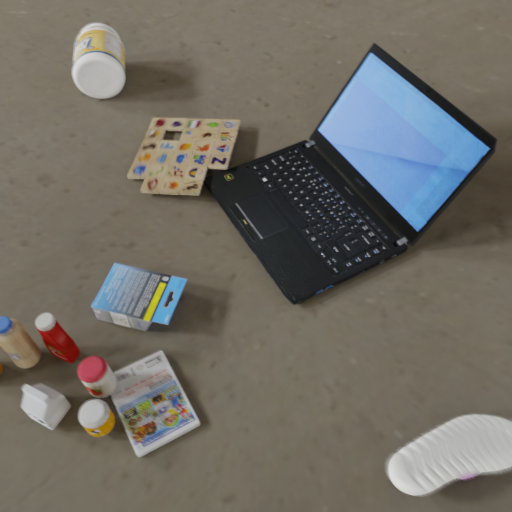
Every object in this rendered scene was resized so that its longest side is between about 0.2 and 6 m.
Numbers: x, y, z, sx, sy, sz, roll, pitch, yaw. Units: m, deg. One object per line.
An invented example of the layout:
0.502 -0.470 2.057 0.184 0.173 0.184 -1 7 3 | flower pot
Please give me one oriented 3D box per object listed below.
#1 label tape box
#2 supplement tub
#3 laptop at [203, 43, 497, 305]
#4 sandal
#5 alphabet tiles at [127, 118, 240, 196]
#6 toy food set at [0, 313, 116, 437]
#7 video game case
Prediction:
-1.886 0.716 9.238 1.322 0.418 0.953 12 53 10 | label tape box
-3.623 -4.526 12.942 1.133 1.133 1.567 -7 52 -6 | supplement tub
1.441 -1.622 10.090 3.892 2.010 3.450 -23 55 -18 | laptop
2.710 2.713 7.613 2.046 0.503 0.832 -11 40 -12 | sandal
-1.491 -2.097 11.545 1.982 0.089 2.371 4 50 9 | alphabet tiles
-3.066 1.575 8.016 2.471 1.112 1.179 21 56 20 | toy food set
-1.562 2.148 8.294 0.967 0.122 1.351 -24 55 -18 | video game case
